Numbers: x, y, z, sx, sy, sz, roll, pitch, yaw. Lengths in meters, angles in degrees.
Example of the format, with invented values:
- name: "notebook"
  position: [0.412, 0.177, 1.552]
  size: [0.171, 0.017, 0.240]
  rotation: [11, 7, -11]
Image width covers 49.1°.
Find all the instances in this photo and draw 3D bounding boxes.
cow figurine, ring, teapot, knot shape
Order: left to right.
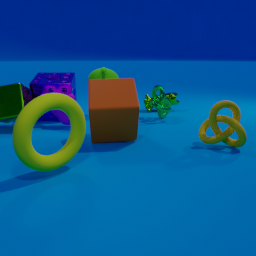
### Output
- name: "ring"
  position: [-1.408, 0.092, 5.217]
  size: [0.300, 1.501, 1.501]
  rotation: [19, 24, 39]
- name: "cow figurine"
  position: [-2.253, -0.583, 8.956]
  size: [1.307, 1.329, 0.729]
  rotation: [-29, 1, 19]
- name: "teapot"
  position: [-0.892, -1.525, 10.220]
  size: [1.156, 1.859, 0.910]
  rotation: [2, 58, -4]
- name: "cow figurine"
  position: [1.314, -1.088, 11.382]
  size: [1.301, 0.714, 1.280]
  rotation: [-15, -6, 36]
- name: "knot shape"
  position: [1.215, -0.843, 9.982]
  size: [0.556, 1.126, 1.204]
  rotation: [-21, 49, 16]
- name: "knot shape"
  position: [2.432, 0.024, 6.958]
  size: [1.136, 1.214, 0.561]
  rotation: [44, 25, 22]

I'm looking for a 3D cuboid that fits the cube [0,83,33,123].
- name: "cube"
  position: [-3.570, -0.744, 8.667]
  size: [0.984, 0.984, 0.984]
  rotation: [-10, -4, -1]

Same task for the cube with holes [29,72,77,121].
- name: "cube with holes"
  position: [-2.617, -1.153, 10.082]
  size: [1.352, 1.352, 1.352]
  rotation: [-1, 27, -4]

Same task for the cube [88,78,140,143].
- name: "cube"
  position: [-0.399, -0.465, 7.408]
  size: [1.220, 1.220, 1.220]
  rotation: [-3, 45, -5]
